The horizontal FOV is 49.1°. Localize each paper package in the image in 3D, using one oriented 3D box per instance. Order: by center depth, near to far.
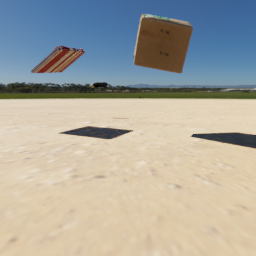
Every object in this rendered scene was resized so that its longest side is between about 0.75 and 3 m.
[{"bbox_3d":[1.043,-2.586,8.609,1.578,1.504,0.816,9,27,-3],"label":"paper package"}]

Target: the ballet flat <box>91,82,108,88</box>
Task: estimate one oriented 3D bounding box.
[{"bbox_3d":[-1.337,-1.971,12.970,0.801,0.227,0.266,-5,-33,14],"label":"ballet flat"}]

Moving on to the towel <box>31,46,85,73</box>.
[{"bbox_3d":[-2.354,-2.310,9.571,1.322,0.209,1.835,-34,0,21],"label":"towel"}]
